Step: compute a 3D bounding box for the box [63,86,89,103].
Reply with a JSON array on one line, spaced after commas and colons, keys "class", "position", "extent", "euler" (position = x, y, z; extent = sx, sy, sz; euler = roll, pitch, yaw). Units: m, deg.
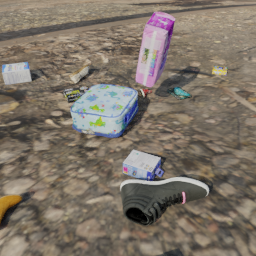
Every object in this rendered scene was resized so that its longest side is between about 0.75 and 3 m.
[{"class": "box", "position": [-2.377, -1.620, 13.357], "extent": [1.220, 0.270, 0.977], "euler": [-13, 35, -19]}]

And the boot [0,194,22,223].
[{"class": "boot", "position": [-3.318, 2.255, 7.235], "extent": [1.209, 0.426, 0.866], "euler": [-15, 41, -15]}]

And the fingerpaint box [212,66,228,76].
[{"class": "fingerpaint box", "position": [5.238, -3.273, 15.936], "extent": [0.781, 0.287, 0.652], "euler": [12, 35, 18]}]

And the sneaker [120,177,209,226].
[{"class": "sneaker", "position": [0.935, 1.969, 7.296], "extent": [2.394, 0.846, 1.187], "euler": [-2, 34, 7]}]

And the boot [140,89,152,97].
[{"class": "boot", "position": [0.896, -1.695, 13.496], "extent": [0.548, 0.275, 0.759], "euler": [-1, 29, -4]}]

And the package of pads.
[{"class": "package of pads", "position": [1.052, -3.035, 10.973], "extent": [0.953, 2.519, 1.518], "euler": [19, 48, 8]}]

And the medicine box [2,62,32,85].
[{"class": "medicine box", "position": [-5.961, -2.947, 15.039], "extent": [1.360, 0.700, 1.239], "euler": [-11, 34, -17]}]

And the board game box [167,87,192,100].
[{"class": "board game box", "position": [2.474, -1.681, 13.568], "extent": [0.727, 0.151, 1.075], "euler": [-15, 36, -23]}]

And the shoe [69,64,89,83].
[{"class": "shoe", "position": [-2.596, -2.964, 15.334], "extent": [0.685, 0.523, 1.958], "euler": [-24, 17, 29]}]

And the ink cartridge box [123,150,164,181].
[{"class": "ink cartridge box", "position": [0.519, 1.203, 8.769], "extent": [1.178, 0.450, 0.803], "euler": [13, 35, 23]}]

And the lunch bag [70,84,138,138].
[{"class": "lunch bag", "position": [-0.824, -0.740, 11.174], "extent": [2.211, 1.134, 2.750], "euler": [9, 33, 16]}]
